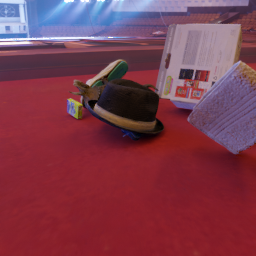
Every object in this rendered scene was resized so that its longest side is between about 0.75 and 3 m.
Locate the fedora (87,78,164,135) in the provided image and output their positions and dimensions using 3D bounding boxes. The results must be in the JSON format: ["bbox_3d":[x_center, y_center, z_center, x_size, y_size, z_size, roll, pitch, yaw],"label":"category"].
[{"bbox_3d":[0.077,-0.715,7.956,2.366,1.080,2.366,17,20,-7],"label":"fedora"}]

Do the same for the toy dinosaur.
[{"bbox_3d":[-0.437,-1.069,9.659,2.864,1.102,1.465,10,34,5],"label":"toy dinosaur"}]

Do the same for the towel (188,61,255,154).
[{"bbox_3d":[2.335,-0.290,5.932,1.594,2.405,0.415,35,66,2],"label":"towel"}]

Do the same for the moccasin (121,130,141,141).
[{"bbox_3d":[0.010,0.007,7.863,0.445,0.377,1.106,13,32,-35],"label":"moccasin"}]

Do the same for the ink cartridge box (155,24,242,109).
[{"bbox_3d":[2.420,-2.064,9.665,2.415,2.751,1.153,12,-3,25],"label":"ink cartridge box"}]

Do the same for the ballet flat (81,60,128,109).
[{"bbox_3d":[-1.035,-1.713,10.733,0.930,0.930,2.676,18,52,38],"label":"ballet flat"}]

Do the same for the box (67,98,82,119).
[{"bbox_3d":[-1.799,-0.661,9.323,0.190,0.486,0.798,-13,29,-39],"label":"box"}]
